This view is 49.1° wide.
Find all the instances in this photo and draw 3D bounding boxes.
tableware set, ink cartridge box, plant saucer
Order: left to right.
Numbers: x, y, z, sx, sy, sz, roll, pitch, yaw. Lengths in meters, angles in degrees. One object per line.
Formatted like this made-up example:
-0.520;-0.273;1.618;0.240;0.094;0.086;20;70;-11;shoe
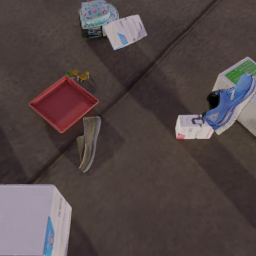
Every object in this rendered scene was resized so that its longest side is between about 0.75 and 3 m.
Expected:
-2.324;2.388;6.731;1.483;2.031;1.490;0;60;1;ink cartridge box
-2.172;-0.794;9.586;1.720;0.316;1.717;38;67;19;plant saucer
-1.862;-1.937;10.373;0.849;0.130;0.572;-12;58;-6;tableware set
-0.043;-2.639;7.678;1.155;0.385;0.669;-35;104;-42;ink cartridge box
2.108;-0.028;8.861;1.086;0.786;0.458;-1;60;0;ink cartridge box

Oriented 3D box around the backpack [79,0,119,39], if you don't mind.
-1.143;-4.383;11.244;1.563;1.177;1.387;-8;61;-11;backpack

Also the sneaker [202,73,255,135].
2.396;-0.736;6.654;0.825;0.726;1.850;39;65;6;sneaker

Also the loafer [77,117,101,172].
-0.968;0.351;6.454;0.459;0.496;1.318;12;81;-11;loafer

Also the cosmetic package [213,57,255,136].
4.287;-0.832;9.110;1.490;1.175;2.769;-33;64;-20;cosmetic package
